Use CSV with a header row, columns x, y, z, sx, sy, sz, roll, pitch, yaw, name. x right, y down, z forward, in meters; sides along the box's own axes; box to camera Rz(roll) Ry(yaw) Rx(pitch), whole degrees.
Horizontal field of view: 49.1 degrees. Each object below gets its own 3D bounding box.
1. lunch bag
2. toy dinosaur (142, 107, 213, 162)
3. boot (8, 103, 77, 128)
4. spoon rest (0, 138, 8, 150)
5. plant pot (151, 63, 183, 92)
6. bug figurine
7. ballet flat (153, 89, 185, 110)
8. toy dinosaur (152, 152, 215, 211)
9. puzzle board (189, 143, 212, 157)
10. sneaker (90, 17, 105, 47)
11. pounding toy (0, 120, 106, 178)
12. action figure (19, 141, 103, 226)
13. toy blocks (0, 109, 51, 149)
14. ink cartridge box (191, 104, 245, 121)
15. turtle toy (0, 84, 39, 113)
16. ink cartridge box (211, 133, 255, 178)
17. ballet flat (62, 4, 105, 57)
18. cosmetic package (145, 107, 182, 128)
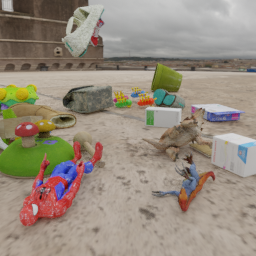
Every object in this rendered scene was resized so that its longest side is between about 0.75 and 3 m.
x,y,z,sx,sy,sz,roll,pitch,yaw,name
-2.063,-1.489,14.111,2.137,1.256,1.753,5,16,42,lunch bag
1.490,0.237,8.199,2.381,1.022,1.614,-19,9,-12,toy dinosaur
-3.514,-0.495,11.215,2.069,0.781,2.362,-11,19,-36,boot
-3.693,0.153,7.819,2.058,0.624,1.023,29,0,-27,spoon rest
2.965,-3.630,21.177,2.043,2.121,2.121,14,15,-1,plant pot
0.288,-1.618,15.570,2.216,0.735,2.858,-8,20,-7,bug figurine
2.176,-1.430,14.984,0.899,0.951,2.823,24,7,-21,ballet flat
1.267,1.092,5.484,1.499,0.787,1.361,10,33,-5,toy dinosaur
2.695,0.607,8.283,1.417,0.123,1.068,-4,14,-18,puzzle board
-1.378,-4.328,12.437,0.734,1.304,0.465,2,16,33,sneaker
-2.039,0.321,7.243,2.555,1.185,1.972,-6,16,-20,pounding toy
-1.306,0.976,5.629,0.934,0.738,2.855,5,22,10,action figure
-3.535,0.011,8.945,2.266,1.132,1.549,-6,1,6,toy blocks
3.931,-0.685,12.494,1.396,0.491,2.339,-3,12,-12,ink cartridge box
-5.482,-1.308,13.189,2.585,1.307,1.884,-1,17,0,turtle toy
2.671,0.613,6.969,0.734,0.753,1.172,-7,17,-28,ink cartridge box
-1.319,-3.127,8.349,0.870,0.870,2.426,3,51,12,ballet flat
1.382,-0.419,11.000,1.345,0.724,0.571,4,15,20,cosmetic package
